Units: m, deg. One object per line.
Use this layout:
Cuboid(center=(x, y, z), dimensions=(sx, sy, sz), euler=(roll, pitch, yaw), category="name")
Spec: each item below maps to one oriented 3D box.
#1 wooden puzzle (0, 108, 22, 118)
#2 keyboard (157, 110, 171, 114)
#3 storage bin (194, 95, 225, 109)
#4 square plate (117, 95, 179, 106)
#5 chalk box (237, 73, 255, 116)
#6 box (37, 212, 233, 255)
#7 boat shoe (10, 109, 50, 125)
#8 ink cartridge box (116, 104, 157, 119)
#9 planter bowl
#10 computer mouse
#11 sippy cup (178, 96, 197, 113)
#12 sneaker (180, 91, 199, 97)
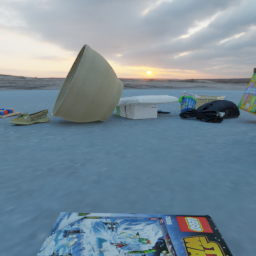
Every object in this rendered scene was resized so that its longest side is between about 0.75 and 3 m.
Cuboid(center=(-5.752, -0.700, 12.667), dimensions=(1.259, 0.315, 1.359), euler=(3, 10, 19), category="wooden puzzle")
Cuboid(center=(1.577, -0.827, 13.811), dimensions=(0.974, 0.193, 0.507), euler=(4, 10, 28), category="keyboard")
Cuboid(center=(3.779, -1.206, 14.131), dimensions=(1.745, 0.824, 1.758), euler=(6, 12, 28), category="storage bin")
Cuboid(center=(0.499, -1.223, 12.781), dimensions=(2.744, 0.394, 2.770), euler=(-8, 6, -42), category="square plate")
Cuboid(center=(5.257, -1.333, 10.483), dimensions=(1.186, 1.906, 1.180), euler=(21, 10, -17), category="chalk box")
Cuboid(center=(0.039, 1.133, 1.608), dimensions=(1.399, 0.408, 2.044), euler=(0, 10, 2), category="box")
Cuboid(center=(-3.650, -0.406, 10.431), dimensions=(0.564, 0.482, 1.538), euler=(8, 12, 38), category="boat shoe")
Cuboid(center=(0.360, -0.828, 12.268), dimensions=(1.200, 0.691, 1.644), euler=(-5, 11, -27), category="ink cartridge box")
Cuboid(center=(-1.407, -1.397, 10.684), dimensions=(1.954, 2.904, 2.904), euler=(26, 1, -20), category="planter bowl")
Cuboid(center=(3.766, -0.801, 11.925), dimensions=(2.864, 0.755, 1.983), euler=(-8, 13, -40), category="computer mouse")
Cuboid(center=(2.682, -0.950, 12.633), dimensions=(0.970, 0.711, 0.762), euler=(16, -34, 1), category="sippy cup")
Cuboid(center=(3.505, -1.314, 14.103), dimensions=(1.770, 0.665, 1.017), euler=(33, 23, 29), category="sneaker")
